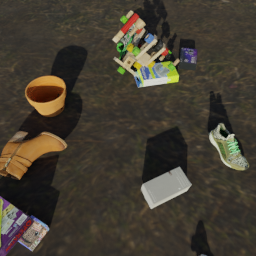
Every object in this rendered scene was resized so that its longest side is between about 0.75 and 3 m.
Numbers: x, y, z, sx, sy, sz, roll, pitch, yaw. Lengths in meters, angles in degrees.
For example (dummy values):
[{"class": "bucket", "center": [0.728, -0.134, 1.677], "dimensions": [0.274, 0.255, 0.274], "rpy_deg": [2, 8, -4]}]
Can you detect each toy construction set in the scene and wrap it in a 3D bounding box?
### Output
[{"class": "toy construction set", "center": [0.228, -3.163, 11.625], "dimensions": [2.177, 2.833, 2.363], "rpy_deg": [-45, 56, 13]}]

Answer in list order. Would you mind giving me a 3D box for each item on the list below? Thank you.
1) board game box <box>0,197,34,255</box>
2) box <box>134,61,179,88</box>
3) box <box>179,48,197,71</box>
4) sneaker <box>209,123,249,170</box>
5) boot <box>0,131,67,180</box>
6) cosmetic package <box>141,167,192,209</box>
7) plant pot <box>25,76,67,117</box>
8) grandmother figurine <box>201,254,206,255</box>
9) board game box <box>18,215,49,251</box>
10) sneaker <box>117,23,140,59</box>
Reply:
[{"class": "board game box", "center": [-4.222, 3.339, 7.740], "dimensions": [1.742, 0.469, 2.902], "rpy_deg": [22, 55, 28]}, {"class": "box", "center": [1.228, -2.428, 12.576], "dimensions": [1.837, 0.438, 1.120], "rpy_deg": [-9, 50, -8]}, {"class": "box", "center": [2.849, -3.266, 13.253], "dimensions": [0.793, 0.443, 1.123], "rpy_deg": [6, 52, 8]}, {"class": "sneaker", "center": [3.566, 0.615, 9.864], "dimensions": [0.749, 0.863, 1.949], "rpy_deg": [-20, 54, -15]}, {"class": "boot", "center": [-3.344, 0.948, 9.589], "dimensions": [2.204, 0.845, 1.711], "rpy_deg": [9, 50, 11]}, {"class": "cosmetic package", "center": [1.194, 1.901, 8.953], "dimensions": [1.412, 0.637, 0.754], "rpy_deg": [-22, 64, -19]}, {"class": "plant pot", "center": [-3.163, -1.166, 11.153], "dimensions": [1.542, 1.080, 1.542], "rpy_deg": [0, 51, 0]}, {"class": "grandmother figurine", "center": [2.110, 4.091, 7.413], "dimensions": [0.858, 0.429, 1.415], "rpy_deg": [17, 44, -22]}, {"class": "board game box", "center": [-2.816, 3.078, 8.213], "dimensions": [0.602, 0.366, 0.755], "rpy_deg": [24, 56, 19]}, {"class": "sneaker", "center": [0.006, -4.293, 13.696], "dimensions": [1.111, 1.018, 2.609], "rpy_deg": [-1, 52, 0]}]
